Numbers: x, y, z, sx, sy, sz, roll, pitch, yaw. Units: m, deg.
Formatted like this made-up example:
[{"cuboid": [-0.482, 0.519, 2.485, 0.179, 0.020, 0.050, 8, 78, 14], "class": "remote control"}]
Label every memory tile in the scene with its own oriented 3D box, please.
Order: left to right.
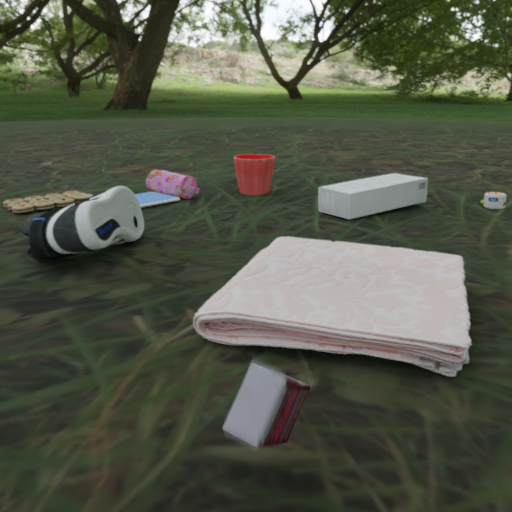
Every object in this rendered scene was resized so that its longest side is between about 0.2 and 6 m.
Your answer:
[{"cuboid": [-5.462, -1.449, 14.735, 2.053, 0.172, 1.574, -13, 19, -31], "class": "memory tile"}]

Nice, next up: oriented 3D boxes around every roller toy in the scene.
[{"cuboid": [6.212, -1.452, 14.552, 0.585, 0.409, 0.533, -4, 18, -12], "class": "roller toy"}]

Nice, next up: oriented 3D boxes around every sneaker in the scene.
[{"cuboid": [-3.381, -0.618, 10.781, 1.719, 1.123, 3.073, -12, 6, 8], "class": "sneaker"}]

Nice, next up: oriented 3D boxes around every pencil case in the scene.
[{"cuboid": [-2.404, -2.039, 16.002, 1.637, 0.716, 0.716, 14, 23, 38], "class": "pencil case"}]

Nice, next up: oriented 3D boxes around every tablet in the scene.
[{"cuboid": [-3.231, -1.442, 14.959, 1.338, 0.140, 2.057, 16, 23, 42], "class": "tablet"}]

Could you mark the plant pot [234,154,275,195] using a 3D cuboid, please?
[{"cuboid": [-0.049, -2.377, 16.383, 1.208, 1.069, 1.208, 0, 17, 0], "class": "plant pot"}]

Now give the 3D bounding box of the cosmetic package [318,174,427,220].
[{"cuboid": [2.987, -1.540, 14.219, 2.767, 0.701, 1.142, -14, 23, -31], "class": "cosmetic package"}]

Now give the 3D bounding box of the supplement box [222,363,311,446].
[{"cuboid": [0.118, 1.207, 4.502, 0.301, 0.539, 0.990, 21, -10, 22], "class": "supplement box"}]

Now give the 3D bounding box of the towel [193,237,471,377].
[{"cuboid": [1.284, 0.529, 8.059, 3.318, 0.560, 3.474, 7, 19, 18], "class": "towel"}]
